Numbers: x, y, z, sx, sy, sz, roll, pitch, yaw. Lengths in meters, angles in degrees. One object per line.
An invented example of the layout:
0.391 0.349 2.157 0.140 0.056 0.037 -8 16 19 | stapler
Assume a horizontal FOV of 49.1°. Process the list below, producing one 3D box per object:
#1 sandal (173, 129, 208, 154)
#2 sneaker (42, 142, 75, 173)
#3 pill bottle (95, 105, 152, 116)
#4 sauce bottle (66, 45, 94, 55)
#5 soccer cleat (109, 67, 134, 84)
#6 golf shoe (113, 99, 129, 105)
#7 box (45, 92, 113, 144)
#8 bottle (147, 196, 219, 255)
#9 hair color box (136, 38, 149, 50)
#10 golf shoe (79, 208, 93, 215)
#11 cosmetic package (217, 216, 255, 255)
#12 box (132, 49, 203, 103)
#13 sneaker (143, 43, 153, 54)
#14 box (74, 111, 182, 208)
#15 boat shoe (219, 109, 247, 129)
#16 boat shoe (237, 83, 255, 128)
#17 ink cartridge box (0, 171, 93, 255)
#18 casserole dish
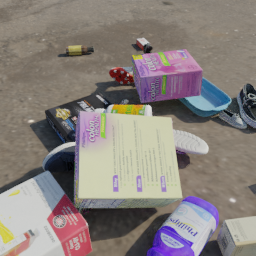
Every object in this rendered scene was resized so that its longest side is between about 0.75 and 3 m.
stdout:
1.452 0.509 9.590 2.552 0.627 1.039 14 35 20 | sandal
-1.284 1.177 8.562 2.387 0.908 1.725 -17 40 -20 | sneaker
-0.168 -0.252 9.230 1.827 1.015 1.015 1 40 12 | pill bottle
-2.615 -4.255 15.315 1.518 0.491 0.491 -3 40 -7 | sauce bottle
0.211 -2.524 13.077 2.177 0.747 0.927 5 41 0 | soccer cleat
-0.251 -0.918 11.559 0.803 0.310 0.354 -32 62 -23 | golf shoe
-1.499 -0.255 10.515 2.421 0.606 2.440 -24 47 -25 | box
1.184 2.765 6.721 1.067 0.834 2.555 18 42 39 | bottle
0.895 -4.832 16.103 0.511 0.308 1.006 -14 43 -16 | hair color box
-1.129 2.064 7.976 0.462 0.364 1.004 15 33 23 | golf shoe
3.236 2.652 6.799 1.869 0.968 0.683 -5 41 -5 | cosmetic package
1.502 -2.173 11.431 2.407 1.164 2.117 -8 37 -3 | box
0.802 -3.453 12.104 0.426 1.131 0.448 -18 85 0 | sneaker
-0.101 0.896 7.497 2.576 1.246 2.266 3 63 -15 | box
4.050 -0.372 10.770 1.132 0.403 0.395 32 50 29 | boat shoe
4.974 -0.942 11.079 0.882 0.816 2.389 13 40 2 | boat shoe
-2.666 2.656 6.565 2.952 1.231 2.142 -27 47 -28 | ink cartridge box
2.986 -1.353 11.832 1.726 0.553 2.850 -18 44 -20 | casserole dish
